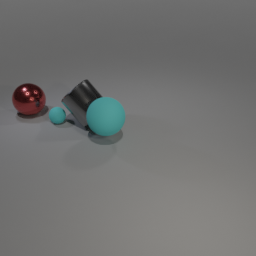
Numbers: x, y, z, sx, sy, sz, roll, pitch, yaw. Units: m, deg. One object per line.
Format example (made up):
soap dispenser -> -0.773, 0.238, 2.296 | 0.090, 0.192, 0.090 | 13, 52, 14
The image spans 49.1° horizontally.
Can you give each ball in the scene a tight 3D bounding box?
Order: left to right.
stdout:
ball -> -4.298, -1.246, 12.190 | 1.400, 1.400, 1.400 | 0, 30, 0
ball -> -2.950, -0.531, 11.708 | 0.700, 0.700, 0.700 | 0, 30, 0
ball -> -0.793, -0.412, 10.100 | 1.400, 1.400, 1.400 | 0, 30, 0

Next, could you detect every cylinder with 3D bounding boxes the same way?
cylinder -> -1.711, -0.996, 11.308 | 1.400, 1.400, 1.400 | -40, 7, 6
